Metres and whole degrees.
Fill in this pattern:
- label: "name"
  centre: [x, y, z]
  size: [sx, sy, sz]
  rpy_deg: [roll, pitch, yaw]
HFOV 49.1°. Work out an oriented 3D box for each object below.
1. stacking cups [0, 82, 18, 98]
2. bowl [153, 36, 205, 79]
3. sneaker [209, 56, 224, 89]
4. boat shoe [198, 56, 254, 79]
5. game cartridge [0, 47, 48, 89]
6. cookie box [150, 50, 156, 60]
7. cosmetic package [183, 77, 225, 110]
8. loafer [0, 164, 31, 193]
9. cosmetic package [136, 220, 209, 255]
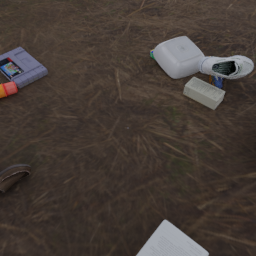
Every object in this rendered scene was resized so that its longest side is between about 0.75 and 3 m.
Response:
- label: "stacking cups"
  centre: [-5.694, -1.267, 11.296]
  size: [2.377, 0.719, 0.719]
  rpy_deg: [-19, 53, -20]
- label: "bowl"
  centre: [2.390, -3.332, 12.715]
  size: [2.043, 0.764, 2.046]
  rpy_deg: [-23, 64, -19]
- label: "sneaker"
  centre: [3.994, -2.441, 12.131]
  size: [0.903, 0.771, 2.048]
  rpy_deg: [3, 51, 3]
- label: "boat shoe"
  centre: [4.028, -2.304, 11.019]
  size: [2.598, 0.956, 0.868]
  rpy_deg: [-7, 26, -20]
- label: "game cartridge"
  centre: [-4.922, -2.792, 12.677]
  size: [1.533, 0.454, 2.365]
  rpy_deg: [-33, 58, -30]
- label: "cookie box"
  centre: [1.563, -3.456, 13.267]
  size: [0.706, 0.310, 0.825]
  rpy_deg: [-30, 56, -21]
- label: "cosmetic package"
  centre: [3.095, -1.435, 11.447]
  size: [1.468, 0.537, 0.760]
  rpy_deg: [34, 58, 24]
- label: "loafer"
  centre: [-3.870, 1.744, 8.814]
  size: [1.802, 0.658, 0.639]
  rpy_deg: [-26, 63, -12]
- label: "cosmetic package"
  centre: [0.905, 3.452, 6.871]
  size: [1.310, 1.309, 1.588]
  rpy_deg: [33, 57, 25]
